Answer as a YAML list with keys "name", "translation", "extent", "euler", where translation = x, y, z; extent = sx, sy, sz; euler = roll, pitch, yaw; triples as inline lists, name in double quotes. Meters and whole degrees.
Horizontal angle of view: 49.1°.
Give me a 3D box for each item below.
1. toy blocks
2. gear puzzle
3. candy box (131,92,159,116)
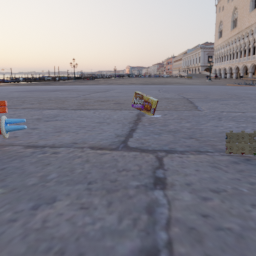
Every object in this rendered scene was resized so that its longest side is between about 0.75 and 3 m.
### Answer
- name: "toy blocks"
  translation: [-3.057, -0.243, 6.372]
  extent: [1.444, 0.524, 1.203]
  euler: [-5, 47, -11]
- name: "gear puzzle"
  translation: [2.491, 0.301, 5.688]
  extent: [0.984, 0.510, 0.129]
  euler: [0, 4, 30]
- name: "candy box"
  translation: [0.590, -0.891, 10.099]
  extent: [0.286, 0.592, 1.014]
  euler: [-3, 25, -46]
